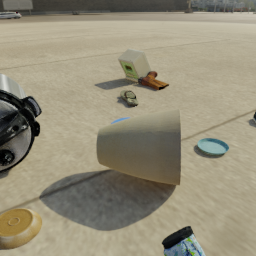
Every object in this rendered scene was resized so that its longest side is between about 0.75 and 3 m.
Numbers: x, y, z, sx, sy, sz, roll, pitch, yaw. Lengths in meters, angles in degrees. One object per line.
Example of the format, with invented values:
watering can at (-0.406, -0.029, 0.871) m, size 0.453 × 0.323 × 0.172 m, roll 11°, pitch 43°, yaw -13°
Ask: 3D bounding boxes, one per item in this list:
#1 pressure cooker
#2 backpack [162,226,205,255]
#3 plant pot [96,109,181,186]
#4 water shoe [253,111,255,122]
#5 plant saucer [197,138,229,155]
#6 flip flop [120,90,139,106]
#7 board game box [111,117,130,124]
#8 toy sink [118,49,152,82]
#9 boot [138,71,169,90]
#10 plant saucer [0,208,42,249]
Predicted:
pressure cooker at (-3.972, -0.135, 8.029) m, size 2.625 × 2.585 × 2.939 m, roll 14°, pitch 19°, yaw -30°
backpack at (1.056, 2.354, 5.002) m, size 0.912 × 0.744 × 0.701 m, roll 52°, pitch 42°, yaw 8°
plant pot at (0.302, 0.484, 7.494) m, size 2.140 × 2.004 × 2.004 m, roll 1°, pitch 26°, yaw 7°
water shoe at (5.151, -0.357, 10.863) m, size 0.378 × 0.418 × 1.059 m, roll -2°, pitch 26°, yaw -3°
plant saucer at (2.791, 0.624, 9.204) m, size 1.009 × 0.138 × 1.009 m, roll 0°, pitch 27°, yaw 0°
flip flop at (0.085, -1.487, 13.085) m, size 0.652 × 0.463 × 1.607 m, roll -7°, pitch 27°, yaw -13°
board game box at (-0.086, -0.069, 10.537) m, size 0.924 × 0.228 × 1.170 m, roll -23°, pitch 28°, yaw -29°
toy sink at (0.449, -3.367, 15.951) m, size 1.242 × 1.906 × 1.068 m, roll 26°, pitch 66°, yaw 41°
boot at (1.583, -2.617, 15.289) m, size 1.588 × 0.544 × 1.495 m, roll 24°, pitch 35°, yaw 39°
plant saucer at (-2.484, 2.116, 6.136) m, size 1.147 × 0.203 × 1.147 m, roll 0°, pitch 26°, yaw 0°
